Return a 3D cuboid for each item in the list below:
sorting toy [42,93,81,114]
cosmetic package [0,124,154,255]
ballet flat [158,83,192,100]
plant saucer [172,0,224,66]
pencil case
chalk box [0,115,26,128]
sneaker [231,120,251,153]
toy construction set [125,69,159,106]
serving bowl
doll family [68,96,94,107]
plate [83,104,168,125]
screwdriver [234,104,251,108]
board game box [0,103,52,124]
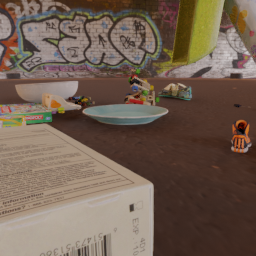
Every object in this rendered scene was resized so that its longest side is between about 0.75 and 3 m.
[{"bbox_3d":[-2.577,-0.907,10.990,1.315,0.780,1.460,2,9,-28],"label":"sorting toy"},{"bbox_3d":[-1.066,0.687,2.910,1.404,0.949,2.669,-7,14,-31],"label":"cosmetic package"},{"bbox_3d":[2.728,-2.147,16.137,0.937,0.937,2.525,-9,15,-36],"label":"ballet flat"},{"bbox_3d":[1.513,-2.546,5.966,0.590,2.460,2.463,6,13,0],"label":"plant saucer"},{"bbox_3d":[2.578,-2.302,5.664,0.946,2.087,0.867,-20,-11,-16],"label":"pencil case"},{"bbox_3d":[-3.083,-0.014,7.106,0.886,0.551,0.548,-3,12,-9],"label":"chalk box"},{"bbox_3d":[2.572,0.114,6.297,0.439,0.633,1.130,4,13,20],"label":"sneaker"},{"bbox_3d":[0.712,-1.337,11.813,1.477,1.603,1.922,11,32,-8],"label":"toy construction set"},{"bbox_3d":[-3.900,-1.728,13.729,2.954,0.972,2.954,-4,10,1],"label":"serving bowl"},{"bbox_3d":[-2.236,-1.281,13.176,1.291,0.507,0.746,3,16,39],"label":"doll family"},{"bbox_3d":[-0.083,-0.465,9.610,2.901,0.371,2.901,-1,12,0],"label":"plate"},{"bbox_3d":[5.097,-0.958,12.453,0.133,0.128,0.915,29,-4,-33],"label":"screwdriver"},{"bbox_3d":[-3.787,-0.533,9.898,1.728,0.374,2.568,-5,13,-25],"label":"board game box"}]
